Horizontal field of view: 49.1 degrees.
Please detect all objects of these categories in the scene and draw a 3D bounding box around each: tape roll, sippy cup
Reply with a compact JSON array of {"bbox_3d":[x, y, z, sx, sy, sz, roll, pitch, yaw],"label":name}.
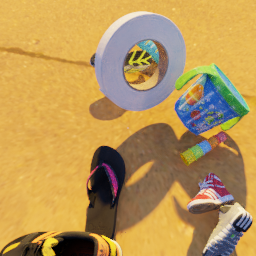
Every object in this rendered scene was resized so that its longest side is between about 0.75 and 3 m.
[{"bbox_3d":[0.367,-1.684,7.379,2.577,2.577,0.471,-25,36,-16],"label":"tape roll"},{"bbox_3d":[2.102,-0.636,7.392,2.034,1.491,1.598,51,27,-1],"label":"sippy cup"}]

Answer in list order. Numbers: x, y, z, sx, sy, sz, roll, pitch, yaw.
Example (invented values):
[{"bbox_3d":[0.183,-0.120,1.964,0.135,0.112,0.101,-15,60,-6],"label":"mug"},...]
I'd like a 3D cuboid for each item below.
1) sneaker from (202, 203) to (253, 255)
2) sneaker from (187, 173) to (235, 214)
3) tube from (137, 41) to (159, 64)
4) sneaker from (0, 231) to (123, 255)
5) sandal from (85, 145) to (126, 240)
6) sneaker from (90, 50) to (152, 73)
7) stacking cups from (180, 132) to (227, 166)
[{"bbox_3d":[2.124,2.263,6.254,0.532,0.818,1.417,35,103,-10],"label":"sneaker"},{"bbox_3d":[1.821,1.531,6.676,1.459,0.520,0.821,3,48,-36],"label":"sneaker"},{"bbox_3d":[0.571,-3.049,9.698,0.832,0.541,2.148,-39,75,-19],"label":"tube"},{"bbox_3d":[-1.552,2.438,5.577,2.755,1.239,0.963,-6,54,14],"label":"sneaker"},{"bbox_3d":[-0.604,1.461,6.723,0.947,0.568,2.522,-10,54,17],"label":"sandal"},{"bbox_3d":[-0.236,-1.995,8.879,1.952,0.746,0.736,-1,70,-14],"label":"sneaker"},{"bbox_3d":[2.025,0.492,7.485,1.309,0.396,0.396,-33,61,-7],"label":"stacking cups"}]
